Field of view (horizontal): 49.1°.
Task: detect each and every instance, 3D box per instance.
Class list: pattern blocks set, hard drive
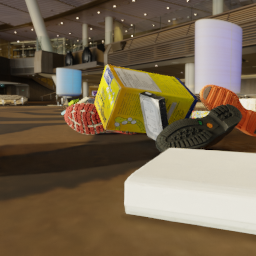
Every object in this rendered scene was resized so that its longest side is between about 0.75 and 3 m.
[{"bbox_3d":[-2.669,-1.498,17.410,2.883,0.234,2.534,-32,-13,36],"label":"pattern blocks set"},{"bbox_3d":[1.459,0.526,2.513,2.547,0.335,1.680,2,6,21],"label":"hard drive"},{"bbox_3d":[0.571,-0.211,5.939,0.197,1.044,0.729,-24,28,-21],"label":"hard drive"}]

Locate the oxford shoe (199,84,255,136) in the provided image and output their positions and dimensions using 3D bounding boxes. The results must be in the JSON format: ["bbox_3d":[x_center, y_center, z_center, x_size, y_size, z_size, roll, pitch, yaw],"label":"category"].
[{"bbox_3d":[2.526,-0.413,7.252,2.231,0.795,0.813,30,-5,-26],"label":"oxford shoe"}]

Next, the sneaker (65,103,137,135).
[{"bbox_3d":[-0.698,-0.194,8.041,2.224,0.865,0.913,9,0,-7],"label":"sneaker"}]

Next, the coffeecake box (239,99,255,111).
[{"bbox_3d":[5.400,-0.685,11.358,2.115,1.007,2.755,0,6,-5],"label":"coffeecake box"}]

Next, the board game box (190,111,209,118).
[{"bbox_3d":[2.672,-0.270,9.307,1.120,0.577,0.587,3,4,32],"label":"board game box"}]

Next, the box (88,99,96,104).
[{"bbox_3d":[-1.896,-1.205,16.561,0.612,1.042,1.025,2,5,16],"label":"box"}]

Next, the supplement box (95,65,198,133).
[{"bbox_3d":[0.416,-0.649,6.969,2.125,1.164,1.156,5,35,-26],"label":"supplement box"}]

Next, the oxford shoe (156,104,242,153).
[{"bbox_3d":[1.290,0.181,5.207,1.777,0.646,0.750,-16,-34,-20],"label":"oxford shoe"}]
